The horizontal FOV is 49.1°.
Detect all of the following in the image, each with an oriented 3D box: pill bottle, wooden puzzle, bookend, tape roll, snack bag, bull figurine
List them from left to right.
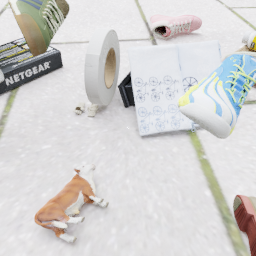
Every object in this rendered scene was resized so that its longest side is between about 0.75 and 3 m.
[{"bbox_3d":[-1.124,1.553,6.092,1.109,0.595,1.827,24,46,25],"label":"bull figurine"},{"bbox_3d":[-0.742,-1.876,8.717,0.436,2.385,2.385,9,42,10],"label":"tape roll"},{"bbox_3d":[0.895,-1.497,9.085,1.790,0.830,1.802,1,37,30],"label":"bookend"},{"bbox_3d":[1.598,-1.259,8.335,2.978,0.319,2.807,-6,78,-5],"label":"snack bag"},{"bbox_3d":[5.238,-3.436,11.174,1.242,0.691,0.691,31,49,25],"label":"pill bottle"},{"bbox_3d":[5.252,-2.203,10.601,2.770,0.516,2.562,36,52,28],"label":"wooden puzzle"}]

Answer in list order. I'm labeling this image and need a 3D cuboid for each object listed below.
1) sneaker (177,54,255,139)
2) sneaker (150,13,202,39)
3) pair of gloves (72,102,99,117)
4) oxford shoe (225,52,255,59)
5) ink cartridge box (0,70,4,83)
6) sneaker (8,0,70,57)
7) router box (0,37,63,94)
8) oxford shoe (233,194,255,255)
[{"bbox_3d":[1.087,-0.477,3.192,0.662,0.918,1.747,35,18,5],"label":"sneaker"},{"bbox_3d":[2.259,-4.720,13.193,2.499,0.941,1.307,5,50,2],"label":"sneaker"},{"bbox_3d":[-1.334,-0.619,8.974,0.760,0.133,0.647,9,41,10],"label":"pair of gloves"},{"bbox_3d":[4.499,-2.395,10.128,1.932,0.558,0.727,9,3,10],"label":"oxford shoe"},{"bbox_3d":[-3.879,-1.209,6.222,0.780,1.296,1.783,-4,33,30],"label":"ink cartridge box"},{"bbox_3d":[-1.957,-2.685,6.481,1.284,0.959,2.861,-24,44,-10],"label":"sneaker"},{"bbox_3d":[-4.342,-2.472,10.636,2.206,0.755,2.958,31,49,31],"label":"router box"},{"bbox_3d":[2.735,2.156,5.287,0.806,0.759,2.156,2,41,-4],"label":"oxford shoe"}]
